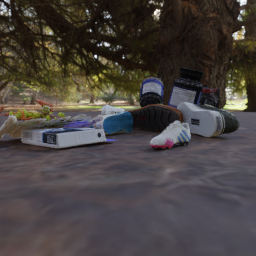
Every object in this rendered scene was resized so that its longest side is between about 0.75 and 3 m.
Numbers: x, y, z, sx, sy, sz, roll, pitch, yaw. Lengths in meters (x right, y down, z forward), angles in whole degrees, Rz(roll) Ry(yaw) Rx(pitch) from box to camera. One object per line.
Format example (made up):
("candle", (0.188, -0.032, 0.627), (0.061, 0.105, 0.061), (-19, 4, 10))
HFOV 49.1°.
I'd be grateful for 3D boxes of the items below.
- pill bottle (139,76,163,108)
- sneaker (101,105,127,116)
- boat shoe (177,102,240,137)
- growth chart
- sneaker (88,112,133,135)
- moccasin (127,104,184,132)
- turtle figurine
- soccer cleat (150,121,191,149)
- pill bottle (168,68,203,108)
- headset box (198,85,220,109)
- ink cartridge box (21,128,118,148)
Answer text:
("pill bottle", (1.295, -1.726, 15.548), (1.292, 1.292, 2.310), (1, 48, 8))
("sneaker", (-0.874, -1.022, 19.416), (1.096, 1.040, 2.722), (12, 11, 27))
("boat shoe", (2.477, -0.251, 9.211), (0.934, 1.037, 2.934), (-1, 12, -14))
("growth chart", (-2.097, -0.041, 7.672), (2.881, 0.255, 2.085), (-4, -12, -43))
("sneaker", (-0.495, -0.165, 9.377), (0.784, 0.743, 1.942), (-1, 1, 33))
("moccasin", (1.037, -0.356, 10.593), (1.128, 1.069, 2.923), (-13, 1, -31))
("turtle figurine", (-3.810, -0.482, 11.993), (2.946, 0.949, 2.376), (-9, -8, 26))
("soccer cleat", (0.944, 0.135, 6.270), (0.471, 0.582, 1.348), (4, 6, 41))
("pill bottle", (2.479, -1.384, 12.051), (1.260, 2.252, 1.260), (12, 12, -3))
("headset box", (4.087, -1.309, 15.264), (1.561, 2.098, 0.810), (-2, 5, -13))
("ink cartridge box", (-1.444, 0.189, 6.944), (1.721, 0.377, 1.737), (2, 4, 45))
